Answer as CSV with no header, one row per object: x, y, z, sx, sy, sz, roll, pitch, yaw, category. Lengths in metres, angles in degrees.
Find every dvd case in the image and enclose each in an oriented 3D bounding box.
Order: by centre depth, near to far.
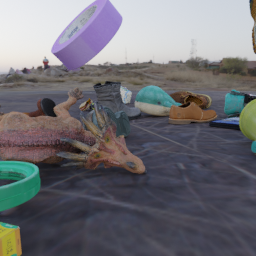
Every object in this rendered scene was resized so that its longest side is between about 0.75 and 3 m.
3.945,-0.165,9.323,2.167,0.190,1.546,-9,12,-42,dvd case

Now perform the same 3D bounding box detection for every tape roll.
-1.323,-2.986,8.856,0.790,2.408,2.408,44,-17,-32,tape roll

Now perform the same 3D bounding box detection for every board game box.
-1.889,1.082,1.426,1.168,0.367,2.445,3,12,23,board game box

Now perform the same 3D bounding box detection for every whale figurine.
1.427,-1.139,11.996,2.292,1.189,1.823,6,8,-24,whale figurine

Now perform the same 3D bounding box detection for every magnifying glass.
-1.671,0.665,2.163,1.095,0.308,2.751,2,8,13,magnifying glass

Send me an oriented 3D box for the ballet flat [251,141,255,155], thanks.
2.640,0.433,5.103,0.379,0.409,1.160,8,12,3,ballet flat

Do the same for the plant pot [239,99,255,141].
3.136,-0.013,6.163,1.126,1.126,1.036,2,21,9,plant pot

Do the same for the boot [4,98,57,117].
-2.942,-0.434,8.308,1.718,0.588,1.617,2,-13,5,boot

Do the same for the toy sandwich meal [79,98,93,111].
-2.106,-1.186,14.084,0.268,0.782,0.782,43,-8,-22,toy sandwich meal

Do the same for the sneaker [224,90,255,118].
4.542,-0.885,10.559,1.657,1.148,2.745,5,1,-1,sneaker

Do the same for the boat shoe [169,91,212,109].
3.265,-1.575,15.549,2.626,0.945,0.887,11,12,39,boat shoe

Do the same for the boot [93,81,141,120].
-0.300,-1.046,10.640,0.788,1.486,2.258,6,11,40,boot

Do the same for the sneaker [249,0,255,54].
3.658,-2.986,7.043,0.990,2.246,0.845,-6,14,12,sneaker

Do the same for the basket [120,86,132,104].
-0.709,-2.217,18.581,1.752,1.219,1.545,11,12,12,basket

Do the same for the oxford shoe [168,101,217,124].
2.425,-0.576,10.113,2.169,0.773,0.773,-4,9,-32,oxford shoe

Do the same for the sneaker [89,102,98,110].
-1.721,-1.052,14.110,0.535,0.488,1.321,-6,1,5,sneaker

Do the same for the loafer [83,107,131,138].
-0.579,0.024,6.705,0.785,0.897,2.497,-14,-2,15,loafer

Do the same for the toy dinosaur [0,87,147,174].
-1.291,0.191,4.339,2.897,1.244,1.964,-10,19,-22,toy dinosaur
